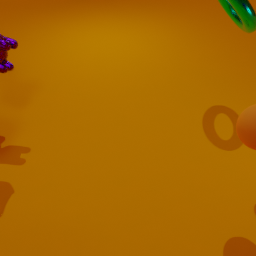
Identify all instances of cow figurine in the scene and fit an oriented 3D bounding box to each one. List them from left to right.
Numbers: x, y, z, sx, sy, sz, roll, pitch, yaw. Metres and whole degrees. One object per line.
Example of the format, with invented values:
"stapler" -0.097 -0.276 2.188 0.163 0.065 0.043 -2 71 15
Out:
"cow figurine" -3.481 -2.127 6.974 1.326 1.348 0.740 19 23 -1

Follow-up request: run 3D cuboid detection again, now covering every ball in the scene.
"ball" 2.376 -0.015 4.982 0.845 0.845 0.845 0 44 0

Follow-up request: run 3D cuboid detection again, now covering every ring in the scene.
"ring" 2.913 -3.364 7.651 0.364 1.822 1.822 -38 42 20
